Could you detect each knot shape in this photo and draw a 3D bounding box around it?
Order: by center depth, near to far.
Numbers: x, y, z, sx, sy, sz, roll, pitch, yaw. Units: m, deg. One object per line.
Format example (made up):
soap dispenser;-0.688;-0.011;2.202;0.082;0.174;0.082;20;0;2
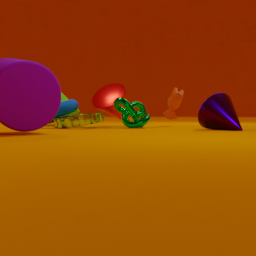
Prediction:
knot shape;0.075;-0.467;8.000;1.141;0.563;1.219;34;20;-1

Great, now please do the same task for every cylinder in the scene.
cylinder;-2.072;-0.663;5.293;1.235;1.235;1.235;-2;15;-37

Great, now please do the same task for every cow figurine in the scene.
cow figurine;1.516;-0.765;9.313;0.514;0.937;0.922;21;44;-1

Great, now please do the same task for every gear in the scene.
gear;-1.359;-0.233;7.860;1.357;0.251;1.357;-8;7;1

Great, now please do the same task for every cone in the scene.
cone;2.335;-0.180;6.548;0.989;0.989;0.993;-1;29;-25
cone;-0.415;-0.646;9.065;1.139;1.139;1.143;1;-40;27
cone;-2.882;-1.163;10.687;1.638;1.644;1.638;-18;-4;-1

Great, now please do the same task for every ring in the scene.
ring;-2.464;-0.464;8.555;1.947;0.389;1.947;-16;9;2
